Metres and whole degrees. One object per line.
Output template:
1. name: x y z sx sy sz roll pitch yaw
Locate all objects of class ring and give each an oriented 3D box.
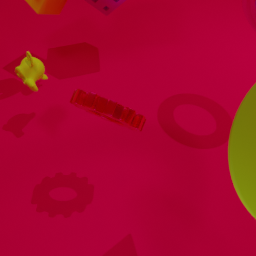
1. ring: 3.246 -2.379 5.834 0.418 2.092 2.092 -43 63 1

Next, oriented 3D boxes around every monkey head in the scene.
1. monkey head: -2.224 -1.283 6.610 0.636 1.055 0.759 -40 70 -8

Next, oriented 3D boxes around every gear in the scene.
1. gear: -0.339 -0.291 4.842 1.309 1.309 0.242 21 86 14

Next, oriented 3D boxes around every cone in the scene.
1. cone: 1.567 0.108 3.143 1.618 1.624 1.618 0 95 -5

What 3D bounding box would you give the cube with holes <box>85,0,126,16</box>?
1. cube with holes: -0.614 -4.117 7.501 1.234 1.234 1.234 -22 59 40

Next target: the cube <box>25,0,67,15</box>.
1. cube: -2.212 -3.718 7.516 0.905 0.905 0.905 48 33 4
